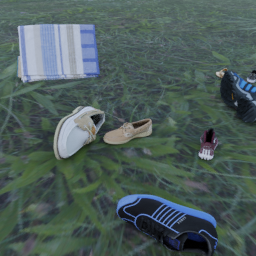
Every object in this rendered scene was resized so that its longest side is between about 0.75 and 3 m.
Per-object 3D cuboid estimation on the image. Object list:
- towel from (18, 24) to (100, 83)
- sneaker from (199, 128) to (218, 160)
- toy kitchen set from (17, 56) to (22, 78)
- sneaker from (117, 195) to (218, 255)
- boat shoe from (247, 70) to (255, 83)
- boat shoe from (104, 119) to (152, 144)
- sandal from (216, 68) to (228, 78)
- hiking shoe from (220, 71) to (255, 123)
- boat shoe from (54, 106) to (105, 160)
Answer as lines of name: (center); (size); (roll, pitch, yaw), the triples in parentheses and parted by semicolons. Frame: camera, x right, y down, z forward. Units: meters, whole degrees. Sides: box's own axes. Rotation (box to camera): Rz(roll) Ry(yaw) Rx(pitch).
towel: (-2.445, -2.677, 9.950); (2.731, 2.005, 0.325); (-6, -2, -12)
sneaker: (2.408, 0.249, 8.175); (0.525, 0.802, 1.388); (9, 33, 14)
toy kitchen set: (-4.993, -2.964, 13.421); (1.287, 0.947, 1.607); (12, 14, 18)
sneaker: (0.721, 1.942, 5.576); (2.098, 0.736, 0.817); (9, 26, 12)
boat shoe: (5.674, -2.368, 12.768); (0.357, 0.295, 1.041); (15, 35, 22)
boat shoe: (-0.005, 0.062, 8.730); (1.620, 0.523, 0.577); (-15, 35, -22)
sandal: (4.466, -2.486, 12.798); (0.514, 0.461, 1.402); (-3, 33, -4)
hiking shoe: (4.359, -1.151, 10.361); (1.243, 1.066, 2.866); (2, 41, -11)
boat shoe: (-1.391, 0.023, 8.391); (0.876, 0.958, 2.562); (1, 31, 12)
